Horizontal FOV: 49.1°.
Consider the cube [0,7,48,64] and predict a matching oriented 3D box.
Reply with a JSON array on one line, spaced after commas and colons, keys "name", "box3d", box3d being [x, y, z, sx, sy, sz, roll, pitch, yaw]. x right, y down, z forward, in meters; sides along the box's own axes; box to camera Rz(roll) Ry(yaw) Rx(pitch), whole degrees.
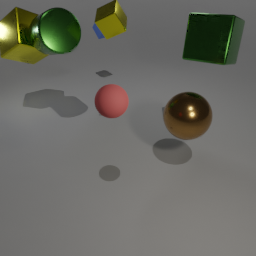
[{"name": "cube", "box3d": [-3.835, -3.376, 10.484, 1.400, 1.400, 1.400, -14, -9, 39]}]

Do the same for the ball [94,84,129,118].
[{"name": "ball", "box3d": [-0.336, -0.549, 5.756, 0.700, 0.700, 0.700, 0, 32, 0]}]

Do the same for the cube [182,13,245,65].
[{"name": "cube", "box3d": [2.731, -2.818, 8.938, 1.400, 1.400, 1.400, 17, 21, 30]}]

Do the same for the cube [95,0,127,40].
[{"name": "cube", "box3d": [-0.496, -3.231, 8.367, 0.700, 0.700, 0.700, -15, 51, 24]}]

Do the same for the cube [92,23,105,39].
[{"name": "cube", "box3d": [-1.190, -4.874, 13.605, 0.700, 0.700, 0.700, -27, 86, -30]}]

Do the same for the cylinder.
[{"name": "cylinder", "box3d": [-2.462, -3.182, 9.378, 1.400, 1.400, 1.400, -18, 20, -27]}]

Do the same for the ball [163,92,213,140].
[{"name": "ball", "box3d": [1.726, -0.350, 8.131, 1.400, 1.400, 1.400, 0, 32, 0]}]
